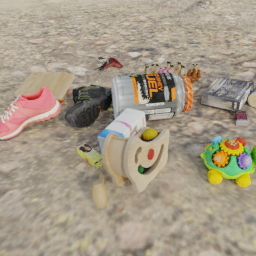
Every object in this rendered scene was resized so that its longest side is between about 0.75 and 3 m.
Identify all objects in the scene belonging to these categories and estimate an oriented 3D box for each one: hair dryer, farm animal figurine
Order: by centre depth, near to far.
[{"bbox_3d":[1.951,-2.209,12.618,2.486,1.296,2.459,10,25,12],"label":"farm animal figurine"},{"bbox_3d":[-0.971,-3.289,14.754,1.468,0.399,1.118,1,55,7],"label":"hair dryer"}]

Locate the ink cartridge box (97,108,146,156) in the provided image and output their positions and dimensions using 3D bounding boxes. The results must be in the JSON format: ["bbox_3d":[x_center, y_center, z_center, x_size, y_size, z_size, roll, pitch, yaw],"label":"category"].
[{"bbox_3d":[-0.101,0.362,9.153,0.756,1.291,1.787,12,39,28],"label":"ink cartridge box"}]

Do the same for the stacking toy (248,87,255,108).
[{"bbox_3d":[5.668,-1.500,12.190,0.688,0.688,1.611,17,35,21],"label":"stacking toy"}]

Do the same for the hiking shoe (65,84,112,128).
[{"bbox_3d":[-1.752,-0.944,11.070,1.427,1.074,2.836,22,34,18],"label":"hiking shoe"}]

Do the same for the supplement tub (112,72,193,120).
[{"bbox_3d":[0.885,-1.200,10.820,2.913,1.785,1.785,-6,38,-7],"label":"supplement tub"}]

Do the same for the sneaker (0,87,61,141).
[{"bbox_3d":[-4.012,-0.633,10.300,2.911,1.263,1.073,-29,46,-16],"label":"sneaker"}]

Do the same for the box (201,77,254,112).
[{"bbox_3d":[4.306,-1.515,12.077,1.609,0.491,2.032,16,39,32],"label":"box"}]

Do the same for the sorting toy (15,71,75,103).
[{"bbox_3d":[-3.531,-1.679,12.289,1.995,0.698,2.007,4,37,6],"label":"sorting toy"}]

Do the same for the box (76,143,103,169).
[{"bbox_3d":[-1.245,0.914,9.338,0.406,0.270,1.079,-31,48,-33],"label":"box"}]

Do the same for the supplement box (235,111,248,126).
[{"bbox_3d":[4.433,-0.389,10.999,0.417,0.233,0.766,2,38,15],"label":"supplement box"}]

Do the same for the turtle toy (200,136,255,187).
[{"bbox_3d":[3.376,0.896,8.664,2.209,1.116,1.610,5,38,6],"label":"turtle toy"}]

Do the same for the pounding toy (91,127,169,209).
[{"bbox_3d":[-0.168,0.746,8.069,1.720,1.714,2.998,8,29,33],"label":"pounding toy"}]
